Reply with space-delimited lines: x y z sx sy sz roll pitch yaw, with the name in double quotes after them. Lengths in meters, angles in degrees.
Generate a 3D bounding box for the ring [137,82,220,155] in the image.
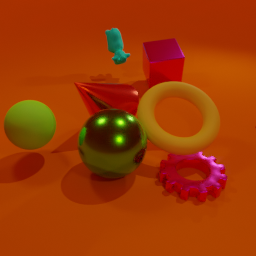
1.057 -0.244 5.830 1.744 0.349 1.744 3 60 -5 "ring"

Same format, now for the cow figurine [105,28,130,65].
-0.399 -2.901 9.943 0.676 1.232 1.213 -16 29 -8 "cow figurine"

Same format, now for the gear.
1.232 0.879 5.384 1.250 0.231 1.250 0 30 0 "gear"

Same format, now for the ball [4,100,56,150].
-1.949 -0.059 5.608 0.992 0.992 0.992 0 30 0 "ball"

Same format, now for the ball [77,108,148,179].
-0.291 0.289 5.311 1.320 1.320 1.320 0 30 0 "ball"

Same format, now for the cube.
1.140 -2.142 9.321 1.122 1.122 1.122 -9 50 -5 "cube"

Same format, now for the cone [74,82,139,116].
-0.715 -0.703 6.384 1.399 1.399 1.404 33 1 43 "cone"
